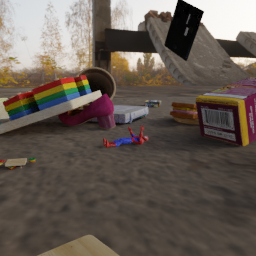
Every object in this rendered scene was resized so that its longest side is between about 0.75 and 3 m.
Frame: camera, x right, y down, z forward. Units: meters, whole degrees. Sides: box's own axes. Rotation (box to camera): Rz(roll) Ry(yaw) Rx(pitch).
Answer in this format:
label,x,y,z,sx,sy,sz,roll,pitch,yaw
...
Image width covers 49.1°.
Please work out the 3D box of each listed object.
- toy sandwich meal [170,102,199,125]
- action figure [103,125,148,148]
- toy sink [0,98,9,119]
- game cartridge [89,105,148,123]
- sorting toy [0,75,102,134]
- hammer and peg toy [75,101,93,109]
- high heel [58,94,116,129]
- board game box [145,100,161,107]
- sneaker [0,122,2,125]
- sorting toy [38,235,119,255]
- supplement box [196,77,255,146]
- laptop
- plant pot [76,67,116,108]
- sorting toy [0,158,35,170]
label,x,y,z,sx,sy,sz,roll,pitch,yaw
toy sandwich meal,2.887,-0.708,11.723,2.449,0.839,2.449,0,11,0
action figure,-0.018,0.186,7.763,1.282,0.634,0.418,-1,11,-21
toy sink,-5.871,-0.918,12.829,0.979,0.841,1.502,-10,14,-41
game cartridge,-0.364,-0.616,12.275,1.888,0.559,2.912,8,13,21
sorting toy,-2.795,-0.943,9.751,2.955,1.034,2.973,-17,10,15
hammer and peg toy,-2.177,-1.188,14.370,1.584,0.760,2.154,-10,12,-42
high heel,-1.648,-0.763,10.430,2.732,1.313,0.921,6,31,28
board game box,1.558,-1.512,17.352,0.952,0.327,1.151,0,11,10
sneaker,-4.901,-0.142,10.400,0.369,0.332,0.856,8,14,-25
sorting toy,-0.377,1.388,1.854,1.218,0.427,2.526,-9,14,-40
supplement box,3.654,-0.623,8.592,2.606,1.345,1.706,-21,18,-23
laptop,1.365,-2.447,6.707,0.675,1.158,1.307,-15,46,-32
plant pot,-1.522,-1.496,12.446,1.850,1.850,1.613,-2,-18,-10
sorting toy,-2.380,0.767,5.895,0.811,0.137,0.391,-2,11,-15
